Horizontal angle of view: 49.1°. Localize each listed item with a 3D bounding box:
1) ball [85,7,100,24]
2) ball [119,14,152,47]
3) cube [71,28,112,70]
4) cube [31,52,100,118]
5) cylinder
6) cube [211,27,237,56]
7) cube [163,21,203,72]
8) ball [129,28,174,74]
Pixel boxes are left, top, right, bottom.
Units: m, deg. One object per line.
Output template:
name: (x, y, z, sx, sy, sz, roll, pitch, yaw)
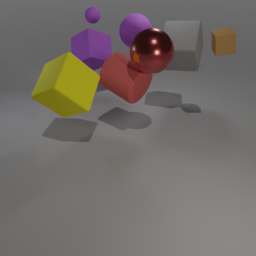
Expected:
ball: (-1.592, -5.061, 12.582, 0.700, 0.700, 0.700, 0, 30, 0)
ball: (0.323, -4.088, 11.847, 1.400, 1.400, 1.400, 0, 30, 0)
cube: (-1.741, -3.720, 13.421, 1.400, 1.400, 1.400, -9, -7, 44)
cube: (-2.014, -1.348, 9.164, 1.400, 1.400, 1.400, -10, 56, 42)
cylinder: (-0.074, -1.800, 10.058, 1.400, 1.400, 1.400, 34, 42, 21)
cube: (3.341, -3.019, 9.796, 0.700, 0.700, 0.700, -7, 35, 8)
cube: (2.143, -3.230, 11.125, 1.400, 1.400, 1.400, 7, 70, 21)
ball: (0.746, -2.405, 8.803, 1.400, 1.400, 1.400, 0, 30, 0)
